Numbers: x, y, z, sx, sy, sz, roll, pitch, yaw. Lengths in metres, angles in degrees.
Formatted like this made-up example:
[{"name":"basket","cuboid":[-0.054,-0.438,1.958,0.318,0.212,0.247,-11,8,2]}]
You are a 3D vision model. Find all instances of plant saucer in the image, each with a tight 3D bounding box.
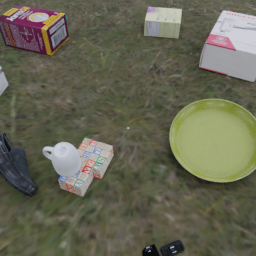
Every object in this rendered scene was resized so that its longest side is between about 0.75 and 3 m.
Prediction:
[{"name":"plant saucer","cuboid":[2.317,0.320,7.455,2.411,0.375,2.411,-3,62,5]}]

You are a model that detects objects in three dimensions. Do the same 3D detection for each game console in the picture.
[{"name":"game console","cuboid":[0.769,2.629,5.833,0.891,0.107,0.525,-17,50,-13]}]

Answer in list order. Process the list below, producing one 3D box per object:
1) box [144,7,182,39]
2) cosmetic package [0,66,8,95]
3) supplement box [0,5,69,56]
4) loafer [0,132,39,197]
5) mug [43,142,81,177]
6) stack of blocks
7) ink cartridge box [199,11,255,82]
[{"name":"box","cuboid":[1.503,-4.518,11.986,1.477,0.714,1.299,7,48,6]},{"name":"cosmetic package","cuboid":[-5.220,-1.496,9.128,2.106,0.854,1.188,11,49,9]},{"name":"supplement box","cuboid":[-3.716,-3.923,11.137,2.240,1.156,1.466,15,49,13]},{"name":"loafer","cuboid":[-2.879,0.832,6.994,2.253,0.765,0.791,35,71,32]},{"name":"mug","cuboid":[-1.569,0.663,6.537,0.875,0.767,0.646,14,58,8]},{"name":"stack of blocks","cuboid":[-1.025,0.987,7.122,0.823,0.419,1.430,16,49,14]},{"name":"ink cartridge box","cuboid":[4.055,-3.149,10.431,2.015,1.139,2.751,19,50,17]}]
